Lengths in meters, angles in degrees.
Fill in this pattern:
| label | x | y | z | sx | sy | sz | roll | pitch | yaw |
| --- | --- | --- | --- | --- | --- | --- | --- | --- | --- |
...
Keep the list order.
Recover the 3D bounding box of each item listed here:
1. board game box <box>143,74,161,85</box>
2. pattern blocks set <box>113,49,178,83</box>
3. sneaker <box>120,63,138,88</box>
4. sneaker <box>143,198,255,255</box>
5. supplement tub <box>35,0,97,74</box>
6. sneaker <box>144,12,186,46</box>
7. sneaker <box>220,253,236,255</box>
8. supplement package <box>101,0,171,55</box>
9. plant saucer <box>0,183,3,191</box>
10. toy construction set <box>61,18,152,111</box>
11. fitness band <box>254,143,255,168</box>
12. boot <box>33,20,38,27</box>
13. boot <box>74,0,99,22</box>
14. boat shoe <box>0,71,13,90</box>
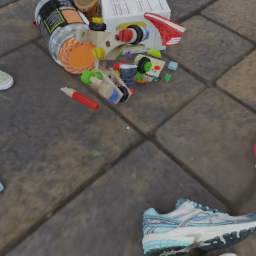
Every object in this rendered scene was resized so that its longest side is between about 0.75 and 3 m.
| label | x | y | z | sx | sy | sz | roll | pitch | yaw |
| --- | --- | --- | --- | --- | --- | --- | --- | --- | --- |
| board game box | 0.698 | -2.090 | 10.449 | 0.696 | 0.145 | 1.029 | -17 | 56 | -12 |
| pattern blocks set | 0.708 | -2.311 | 10.407 | 2.061 | 0.167 | 1.811 | 27 | 59 | 18 |
| sneaker | 0.069 | -1.649 | 8.998 | 0.446 | 0.847 | 1.172 | 10 | 18 | 28 |
| sneaker | 1.727 | 2.237 | 6.777 | 2.894 | 1.123 | 1.249 | -7 | 52 | -5 |
| supplement tub | -2.232 | -3.496 | 10.439 | 1.809 | 1.809 | 2.952 | -20 | 57 | -14 |
| sneaker | 1.104 | -3.242 | 9.373 | 1.475 | 0.852 | 0.578 | 24 | 26 | 2 |
| sneaker | 2.085 | 3.158 | 6.441 | 1.090 | 0.542 | 0.425 | -15 | 56 | -11 |
| supplement package | 0.223 | -4.124 | 10.895 | 2.314 | 1.756 | 1.743 | -9 | 56 | -6 |
| plant saucer | -4.171 | 1.326 | 8.003 | 0.579 | 0.157 | 1.657 | -35 | 62 | -22 |
| toy construction set | -0.838 | -1.820 | 7.840 | 2.068 | 2.245 | 2.692 | 28 | 56 | 24 |
| fitness band | 4.827 | 1.121 | 7.984 | 1.882 | 0.490 | 2.620 | -25 | 59 | -20 |
| boot | -3.429 | -5.120 | 12.235 | 1.668 | 0.837 | 2.313 | -18 | 60 | -11 |
| boot | -1.551 | -4.732 | 11.242 | 0.912 | 1.915 | 2.476 | 7 | 50 | -1 |
| boat shoe | -5.153 | -1.970 | 10.035 | 2.158 | 0.669 | 0.777 | 18 | 56 | 12 |
